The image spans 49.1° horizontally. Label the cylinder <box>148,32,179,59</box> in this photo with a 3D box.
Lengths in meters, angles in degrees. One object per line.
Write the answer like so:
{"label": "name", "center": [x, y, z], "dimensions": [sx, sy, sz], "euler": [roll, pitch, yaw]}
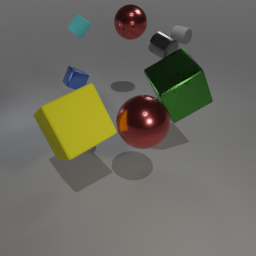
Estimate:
{"label": "cylinder", "center": [1.133, -2.612, 8.964], "dimensions": [0.700, 0.700, 0.700], "euler": [39, 46, 25]}

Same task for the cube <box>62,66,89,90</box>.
{"label": "cube", "center": [-2.063, -1.943, 11.052], "dimensions": [0.700, 0.700, 0.700], "euler": [16, 16, -34]}

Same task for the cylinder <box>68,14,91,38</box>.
{"label": "cylinder", "center": [-1.987, -4.157, 11.441], "dimensions": [0.700, 0.700, 0.700], "euler": [37, 10, -8]}

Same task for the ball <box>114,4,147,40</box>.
{"label": "ball", "center": [0.109, -4.458, 11.828], "dimensions": [1.400, 1.400, 1.400], "euler": [0, 31, 0]}

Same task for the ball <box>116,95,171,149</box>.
{"label": "ball", "center": [0.395, -0.155, 7.257], "dimensions": [1.400, 1.400, 1.400], "euler": [0, 31, 0]}

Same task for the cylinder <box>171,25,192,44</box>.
{"label": "cylinder", "center": [2.364, -4.130, 12.413], "dimensions": [0.700, 0.700, 0.700], "euler": [27, 40, 33]}

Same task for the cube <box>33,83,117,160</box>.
{"label": "cube", "center": [-1.400, -0.130, 7.239], "dimensions": [1.400, 1.400, 1.400], "euler": [-30, 9, -25]}

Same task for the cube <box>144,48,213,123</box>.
{"label": "cube", "center": [1.544, -1.302, 8.643], "dimensions": [1.400, 1.400, 1.400], "euler": [-30, 46, 7]}
